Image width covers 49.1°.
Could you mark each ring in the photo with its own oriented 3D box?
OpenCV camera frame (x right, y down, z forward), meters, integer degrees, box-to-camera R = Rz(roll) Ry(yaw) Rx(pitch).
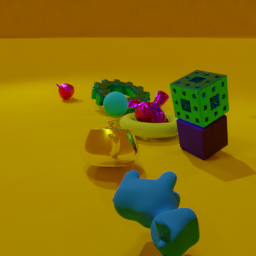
[{"bbox_3d":[0.662,-0.123,7.647,1.776,0.355,1.776,1,15,0],"label":"ring"}]

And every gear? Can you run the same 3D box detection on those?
[{"bbox_3d":[-0.240,-1.154,9.894,2.060,0.381,2.060,9,30,-5],"label":"gear"}]

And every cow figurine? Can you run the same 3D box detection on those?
[{"bbox_3d":[0.256,0.941,3.109,1.104,0.606,1.086,0,27,26],"label":"cow figurine"}]

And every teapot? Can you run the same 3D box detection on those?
[{"bbox_3d":[-2.483,-1.493,11.055,0.532,0.676,1.087,43,5,16],"label":"teapot"},{"bbox_3d":[-0.356,0.295,5.602,1.153,0.908,1.854,2,-2,-10],"label":"teapot"}]

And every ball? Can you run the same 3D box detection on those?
[{"bbox_3d":[-0.367,-0.713,8.421,0.753,0.753,0.753,0,20,0],"label":"ball"}]

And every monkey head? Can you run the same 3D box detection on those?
[{"bbox_3d":[0.679,-0.486,7.522,1.369,0.985,0.825,33,-9,0],"label":"monkey head"}]

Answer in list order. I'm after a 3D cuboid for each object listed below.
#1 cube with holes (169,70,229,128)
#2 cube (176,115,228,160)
[{"bbox_3d":[1.521,-0.648,5.950,0.826,0.826,0.826,-29,32,-24],"label":"cube with holes"},{"bbox_3d":[1.664,0.099,6.272,0.784,0.784,0.784,-27,31,-23],"label":"cube"}]
